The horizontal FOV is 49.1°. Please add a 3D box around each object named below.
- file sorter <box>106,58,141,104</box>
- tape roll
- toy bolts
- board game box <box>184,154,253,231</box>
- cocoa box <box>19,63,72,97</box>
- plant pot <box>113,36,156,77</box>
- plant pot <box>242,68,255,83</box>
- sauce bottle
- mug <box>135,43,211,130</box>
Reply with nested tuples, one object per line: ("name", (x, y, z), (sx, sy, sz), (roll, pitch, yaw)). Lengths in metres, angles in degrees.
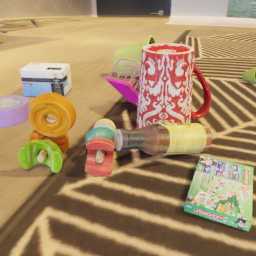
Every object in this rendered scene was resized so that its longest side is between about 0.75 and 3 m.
("file sorter", (0.254, -1.846, 11.416), (1.241, 1.786, 1.120), (22, 79, 39))
("tape roll", (-4.621, -0.678, 10.748), (1.584, 0.673, 1.584), (1, 27, 0))
("toy bolts", (-1.452, -0.013, 7.854), (2.598, 2.481, 1.802), (11, 31, -5))
("board game box", (2.312, 1.466, 6.938), (1.420, 0.307, 2.111), (14, 30, 18))
("cocoa box", (-3.763, -2.241, 13.068), (1.970, 1.293, 1.314), (3, 28, 5))
("plant pot", (0.405, -3.672, 15.187), (2.115, 2.300, 2.300), (-2, 26, 20))
("plant pot", (6.535, -2.773, 14.815), (0.794, 0.794, 0.849), (-18, 17, -31))
("sauce bottle", (1.046, 0.301, 8.088), (2.917, 0.963, 0.963), (1, 24, -27))
("mug", (1.422, -1.261, 9.410), (1.959, 2.937, 2.607), (23, 36, 38))
